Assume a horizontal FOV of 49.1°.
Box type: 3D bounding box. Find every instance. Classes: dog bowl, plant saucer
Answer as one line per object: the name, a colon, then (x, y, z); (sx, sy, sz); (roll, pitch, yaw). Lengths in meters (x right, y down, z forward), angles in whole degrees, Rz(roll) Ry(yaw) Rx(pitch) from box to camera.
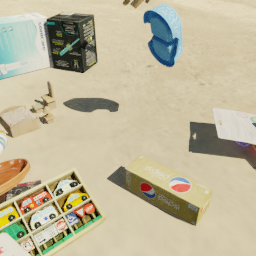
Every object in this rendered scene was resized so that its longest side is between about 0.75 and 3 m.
dog bowl: (0.888, -2.205, 6.738); (0.411, 1.657, 0.924); (-43, 60, -14)
plant saucer: (-2.749, 1.099, 5.725); (1.557, 0.251, 1.557); (-16, 19, 6)

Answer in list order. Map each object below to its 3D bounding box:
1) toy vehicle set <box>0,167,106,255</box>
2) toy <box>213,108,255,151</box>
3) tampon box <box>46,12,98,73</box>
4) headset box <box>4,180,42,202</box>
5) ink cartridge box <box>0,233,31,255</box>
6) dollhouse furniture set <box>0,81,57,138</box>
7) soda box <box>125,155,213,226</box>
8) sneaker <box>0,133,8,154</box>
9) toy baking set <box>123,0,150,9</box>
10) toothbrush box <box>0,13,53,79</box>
toy vehicle set: (-1.477, 1.621, 4.935); (1.897, 0.252, 1.179); (-25, 67, -32)
toy: (3.438, 0.249, 7.057); (2.574, 0.608, 1.482); (8, 32, 6)
tampon box: (-2.175, -3.430, 11.190); (1.480, 1.974, 1.246); (13, 36, 18)
headset box: (-2.025, 1.455, 5.495); (0.705, 0.366, 0.948); (-9, 35, -15)
ink cartridge box: (-1.216, 2.508, 2.995); (1.980, 1.432, 1.458); (23, 41, 30)
dollhouse furniture set: (-3.053, -0.575, 7.890); (2.290, 1.014, 1.187); (-23, 41, -30)
soda box: (0.770, 1.209, 5.695); (1.717, 0.550, 0.581); (24, 41, 30)
sneaker: (-3.759, 0.470, 6.777); (1.532, 0.566, 0.630); (-7, 37, -8)
toy baking set: (0.539, -4.512, 8.922); (1.468, 1.913, 0.223); (-27, 79, -40)
toothbrush box: (-4.408, -3.183, 10.824); (2.720, 1.992, 1.160); (-24, 41, -29)
